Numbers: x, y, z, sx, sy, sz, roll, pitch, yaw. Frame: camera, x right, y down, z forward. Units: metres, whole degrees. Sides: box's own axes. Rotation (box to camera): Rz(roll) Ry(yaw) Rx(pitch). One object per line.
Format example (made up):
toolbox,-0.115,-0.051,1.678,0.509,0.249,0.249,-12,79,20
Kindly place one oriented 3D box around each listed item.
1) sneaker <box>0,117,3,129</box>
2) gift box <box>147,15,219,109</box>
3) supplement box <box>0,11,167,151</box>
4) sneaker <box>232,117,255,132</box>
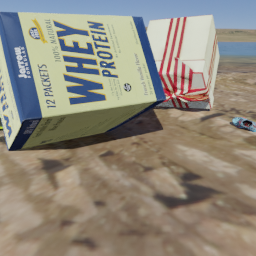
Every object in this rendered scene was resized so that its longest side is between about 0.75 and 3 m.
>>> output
sneaker,-3.860,-0.414,8.046,2.794,1.035,1.168,3,10,-10
gift box,1.597,-2.116,9.484,2.540,2.571,2.753,3,-22,31
supplement box,-1.244,-0.881,6.111,2.780,1.868,2.783,-11,-9,-30
sneaker,3.285,-0.172,7.926,0.395,0.328,0.827,27,-1,-37
